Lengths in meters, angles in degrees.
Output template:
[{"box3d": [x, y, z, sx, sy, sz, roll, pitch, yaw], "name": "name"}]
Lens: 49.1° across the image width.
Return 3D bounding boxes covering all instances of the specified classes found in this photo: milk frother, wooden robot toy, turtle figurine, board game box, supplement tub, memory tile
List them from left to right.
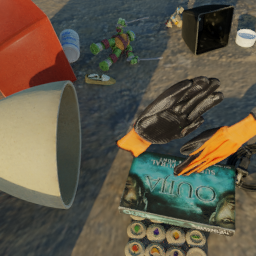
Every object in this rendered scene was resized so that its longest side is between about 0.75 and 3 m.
[{"box3d": [-2.380, -3.326, 11.340, 0.827, 0.827, 1.254, -6, 50, -6], "name": "supplement tub"}, {"box3d": [-0.173, -3.229, 10.753, 2.254, 1.622, 2.186, 34, 61, 30], "name": "turtle figurine"}, {"box3d": [0.907, 2.540, 6.683, 1.886, 0.158, 1.445, 6, 49, 5], "name": "memory tile"}, {"box3d": [2.281, -4.954, 13.053, 0.739, 0.717, 1.628, 39, 51, -13], "name": "wooden robot toy"}, {"box3d": [1.293, 1.552, 7.122, 2.706, 0.381, 1.831, 8, 48, 12], "name": "board game box"}, {"box3d": [3.828, 0.887, 6.217, 2.953, 2.778, 2.665, 9, 46, 17], "name": "milk frother"}]

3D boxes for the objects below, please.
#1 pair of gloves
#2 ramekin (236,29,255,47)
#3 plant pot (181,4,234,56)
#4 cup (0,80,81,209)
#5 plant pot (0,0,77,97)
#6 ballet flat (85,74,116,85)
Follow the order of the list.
[{"box3d": [1.109, 0.103, 4.879, 2.184, 1.946, 0.270, 30, 31, -34], "name": "pair of gloves"}, {"box3d": [5.078, -3.857, 12.071, 0.845, 0.412, 0.845, 0, 48, 0], "name": "ramekin"}, {"box3d": [3.138, -4.265, 11.694, 1.698, 1.702, 1.510, -20, 43, -17], "name": "plant pot"}, {"box3d": [-2.397, 0.384, 6.671, 2.136, 2.986, 2.986, 0, 49, 0], "name": "cup"}, {"box3d": [-3.855, -2.670, 9.695, 2.463, 2.792, 2.795, -34, 57, -12], "name": "plant pot"}, {"box3d": [-1.029, -1.804, 10.321, 1.156, 0.364, 0.397, 0, 49, 0], "name": "ballet flat"}]
